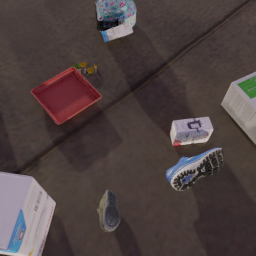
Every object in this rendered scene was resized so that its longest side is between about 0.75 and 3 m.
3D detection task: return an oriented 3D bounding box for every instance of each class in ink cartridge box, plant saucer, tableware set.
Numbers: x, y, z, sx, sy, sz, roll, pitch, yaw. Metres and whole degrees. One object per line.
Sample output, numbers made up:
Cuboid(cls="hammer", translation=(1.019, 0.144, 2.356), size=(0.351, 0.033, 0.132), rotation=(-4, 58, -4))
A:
Cuboid(cls="ink cartridge box", translation=(-0.294, -3.522, 10.195), size=(1.155, 0.385, 0.669), rotation=(-6, 23, 33))
Cuboid(cls="ink cartridge box", translation=(-2.780, 2.065, 6.456), size=(1.483, 2.031, 1.490), rotation=(7, 60, 5))
Cuboid(cls="plant saucer", translation=(-2.031, -1.053, 9.288), size=(1.717, 0.316, 1.720), rotation=(-35, 66, -19))
Cuboid(cls="ink cartridge box", translation=(1.864, 0.106, 8.329), size=(1.086, 0.786, 0.458), rotation=(-6, 60, -4))
Cuboid(cls="tableware set", translation=(-1.527, -2.144, 10.048), size=(0.849, 0.130, 0.572), rotation=(-5, 57, -2))

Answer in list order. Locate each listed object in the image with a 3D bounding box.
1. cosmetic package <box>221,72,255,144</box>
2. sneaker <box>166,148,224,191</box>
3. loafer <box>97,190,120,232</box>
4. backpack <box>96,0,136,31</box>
Cuboid(cls="cosmetic package", translation=(4.332, -0.299, 8.347), size=(1.490, 1.175, 2.769), rotation=(-25, 61, -16))
Cuboid(cls="sneaker", translation=(1.832, 0.976, 7.711), size=(1.850, 0.726, 0.825), rotation=(-23, 26, -16))
Cuboid(cls="loafer", translation=(-0.510, 2.151, 7.094), size=(0.496, 0.459, 1.318), rotation=(35, 19, -14))
Cuboid(cls="backpack", translation=(-0.452, -4.513, 10.882), size=(1.563, 1.177, 1.387), rotation=(-3, 60, -8))
